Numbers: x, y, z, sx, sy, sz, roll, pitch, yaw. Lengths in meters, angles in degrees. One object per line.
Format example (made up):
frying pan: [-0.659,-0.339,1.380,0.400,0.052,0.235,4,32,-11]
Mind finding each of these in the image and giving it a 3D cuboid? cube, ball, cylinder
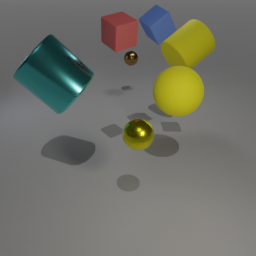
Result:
cube: [-0.228,-2.511,7.296,0.700,0.700,0.700,-26,52,-27]
ball: [1.394,-1.017,7.805,1.400,1.400,1.400,0,28,0]
cylinder: [2.170,-2.944,10.200,1.400,1.400,1.400,-40,39,-7]
cylinder: [-1.806,-1.304,6.915,1.400,1.400,1.400,41,20,-19]
cube: [0.871,-3.056,8.287,0.700,0.700,0.700,-39,50,2]
ball: [0.227,0.143,6.137,0.700,0.700,0.700,0,28,0]
ball: [0.147,-3.389,13.626,0.700,0.700,0.700,0,28,0]
